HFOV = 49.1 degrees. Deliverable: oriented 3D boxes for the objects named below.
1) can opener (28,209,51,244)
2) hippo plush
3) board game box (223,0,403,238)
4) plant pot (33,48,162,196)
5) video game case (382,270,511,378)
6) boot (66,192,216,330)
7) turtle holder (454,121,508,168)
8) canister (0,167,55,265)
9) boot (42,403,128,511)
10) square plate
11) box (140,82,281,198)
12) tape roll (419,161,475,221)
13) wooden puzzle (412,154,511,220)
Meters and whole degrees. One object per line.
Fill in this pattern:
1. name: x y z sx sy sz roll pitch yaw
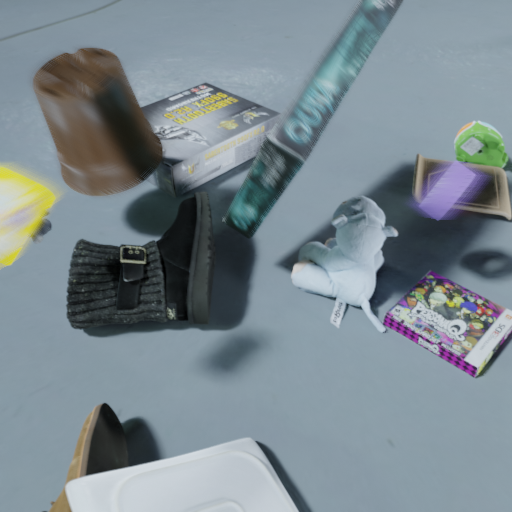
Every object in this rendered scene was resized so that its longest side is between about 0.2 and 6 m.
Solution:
1. can opener: -3.342 -0.283 7.537 1.271 0.403 0.500 -30 86 -39
2. hippo plush: 1.411 -0.091 9.234 1.610 1.626 2.022 6 40 7
3. board game box: 1.011 -2.492 8.706 0.595 2.857 4.225 32 67 -2
4. plant pot: -2.774 -2.385 9.707 1.920 1.900 1.920 -4 51 5
5. video game case: 3.105 1.023 8.943 1.618 0.290 1.466 31 49 32
6. boot: -1.875 -0.047 9.551 2.279 1.147 3.049 0 40 0
7. turtle holder: 5.129 -2.505 12.596 1.324 1.006 0.940 9 45 5
8. canister: -2.651 -0.412 5.920 0.650 0.379 0.875 25 71 1
9. boot: -2.088 2.830 6.347 1.005 0.980 2.664 -21 33 10
10. square plate: -0.370 2.998 5.744 2.487 0.357 2.510 1 34 -38
11. box: -1.511 -2.875 13.219 2.722 0.831 3.437 32 50 33
12. tape roll: 2.916 -0.995 8.578 0.372 0.875 0.875 38 49 9
13. wooden puzzle: 4.350 -1.466 11.948 2.009 0.374 1.858 14 41 9
